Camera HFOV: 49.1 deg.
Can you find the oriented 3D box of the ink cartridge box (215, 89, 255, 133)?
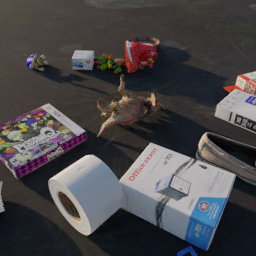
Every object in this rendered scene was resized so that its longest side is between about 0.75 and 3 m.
[{"bbox_3d":[4.592,-0.342,9.337,2.944,0.577,1.464,29,46,33],"label":"ink cartridge box"}]

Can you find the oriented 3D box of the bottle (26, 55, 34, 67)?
[{"bbox_3d":[-4.511,-3.136,13.077,0.366,0.286,0.876,-7,39,-6],"label":"bottle"}]

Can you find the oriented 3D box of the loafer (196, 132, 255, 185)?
[{"bbox_3d":[3.275,0.864,7.546,2.812,0.884,1.011,15,41,18],"label":"loafer"}]

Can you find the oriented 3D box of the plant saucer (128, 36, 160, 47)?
[{"bbox_3d":[0.830,-4.417,14.663,1.649,0.284,1.649,-1,36,1],"label":"plant saucer"}]

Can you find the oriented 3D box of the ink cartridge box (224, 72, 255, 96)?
[{"bbox_3d":[4.923,-1.730,11.133,1.918,0.483,1.045,-14,40,-18],"label":"ink cartridge box"}]

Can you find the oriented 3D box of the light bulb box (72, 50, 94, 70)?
[{"bbox_3d":[-2.035,-3.108,12.815,0.895,0.564,0.903,2,39,2],"label":"light bulb box"}]

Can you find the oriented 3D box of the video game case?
[{"bbox_3d":[-2.874,0.264,8.676,2.402,0.430,2.177,-31,48,-33],"label":"video game case"}]

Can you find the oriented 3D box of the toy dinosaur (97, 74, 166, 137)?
[{"bbox_3d":[0.103,-0.602,9.306,1.792,1.135,2.644,29,53,16],"label":"toy dinosaur"}]

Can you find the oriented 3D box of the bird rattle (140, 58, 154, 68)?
[{"bbox_3d":[0.829,-2.797,12.234,0.613,0.424,0.752,5,21,12],"label":"bird rattle"}]

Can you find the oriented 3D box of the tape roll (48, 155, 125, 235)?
[{"bbox_3d":[-0.936,1.480,6.302,1.480,1.480,1.016,31,47,33],"label":"tape roll"}]

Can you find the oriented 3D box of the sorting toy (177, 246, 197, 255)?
[{"bbox_3d":[1.572,3.140,5.203,1.082,0.262,1.921,-31,46,-26],"label":"sorting toy"}]

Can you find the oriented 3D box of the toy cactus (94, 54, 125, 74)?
[{"bbox_3d":[-0.679,-2.965,12.618,1.293,0.801,1.567,-22,33,-39],"label":"toy cactus"}]

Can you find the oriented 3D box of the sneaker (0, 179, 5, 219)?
[{"bbox_3d":[-3.197,1.858,6.698,0.583,0.537,1.457,8,42,-12],"label":"sneaker"}]

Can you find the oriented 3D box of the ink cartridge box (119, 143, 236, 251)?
[{"bbox_3d":[1.137,1.507,6.681,2.271,0.975,1.663,21,43,23],"label":"ink cartridge box"}]

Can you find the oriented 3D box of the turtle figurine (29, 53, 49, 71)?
[{"bbox_3d":[-3.913,-2.957,12.560,0.687,0.955,0.926,41,40,-3],"label":"turtle figurine"}]

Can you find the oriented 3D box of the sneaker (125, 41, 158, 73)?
[{"bbox_3d":[0.651,-3.368,12.802,1.537,1.042,2.660,-2,40,-1],"label":"sneaker"}]
